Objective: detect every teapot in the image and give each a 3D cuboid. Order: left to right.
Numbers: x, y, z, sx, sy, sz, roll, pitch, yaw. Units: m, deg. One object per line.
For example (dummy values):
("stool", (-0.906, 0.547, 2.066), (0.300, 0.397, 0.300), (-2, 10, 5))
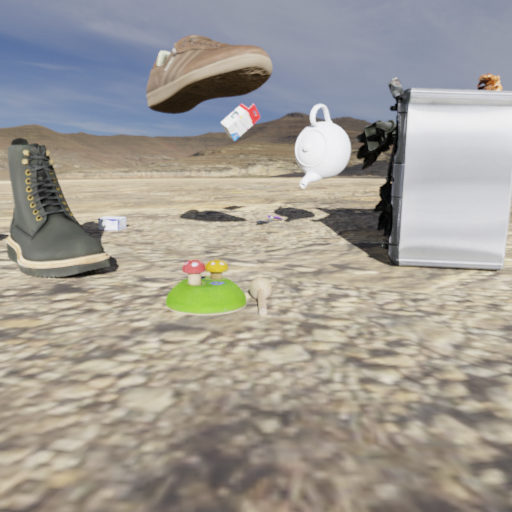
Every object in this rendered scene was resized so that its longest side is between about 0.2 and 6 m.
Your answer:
("teapot", (1.546, -2.719, 14.126), (1.548, 1.569, 1.146), (-39, -22, 29))

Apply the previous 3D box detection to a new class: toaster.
("toaster", (3.652, -1.534, 10.750), (2.130, 3.245, 3.589), (4, 11, 18))

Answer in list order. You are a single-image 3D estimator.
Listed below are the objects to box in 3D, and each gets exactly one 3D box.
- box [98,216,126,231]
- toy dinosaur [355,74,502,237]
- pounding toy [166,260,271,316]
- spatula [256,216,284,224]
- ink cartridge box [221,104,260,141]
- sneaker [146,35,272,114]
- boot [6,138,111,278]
("box", (-3.982, -0.897, 15.508), (0.583, 0.333, 0.634), (2, 10, 8))
("toy dinosaur", (4.752, -2.509, 14.225), (3.801, 5.601, 2.861), (-8, 44, -3))
("pounding toy", (-0.521, 0.354, 7.611), (1.427, 0.662, 1.101), (0, 10, 4))
("spatula", (0.379, -1.083, 16.996), (0.466, 0.169, 1.649), (8, 14, 23))
("ink cartridge box", (-0.393, -3.474, 14.338), (0.314, 0.934, 0.543), (43, -8, 35))
("sneaker", (-0.979, -3.326, 9.637), (1.118, 1.199, 3.174), (0, 0, -42))
("boot", (-3.818, -0.960, 10.155), (1.317, 2.352, 3.401), (-10, 15, -44))
